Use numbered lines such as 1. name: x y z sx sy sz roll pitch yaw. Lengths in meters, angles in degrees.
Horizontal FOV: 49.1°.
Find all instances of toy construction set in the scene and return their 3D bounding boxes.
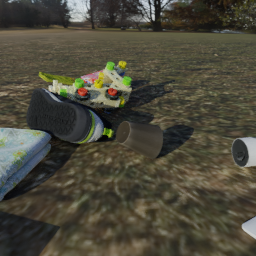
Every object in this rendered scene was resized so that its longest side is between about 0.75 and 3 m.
1. toy construction set: -1.091 -1.195 8.460 2.792 1.286 1.831 -14 49 -13

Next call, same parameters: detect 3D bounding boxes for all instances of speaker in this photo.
1. speaker: 2.792 0.421 5.480 1.409 0.572 0.572 -5 23 -11

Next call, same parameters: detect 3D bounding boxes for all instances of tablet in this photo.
1. tablet: 2.469 1.342 3.833 1.584 0.108 1.031 -13 26 -30

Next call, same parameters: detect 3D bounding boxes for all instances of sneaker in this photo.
1. sneaker: -1.470 -0.184 6.844 1.218 1.054 2.940 14 8 -44

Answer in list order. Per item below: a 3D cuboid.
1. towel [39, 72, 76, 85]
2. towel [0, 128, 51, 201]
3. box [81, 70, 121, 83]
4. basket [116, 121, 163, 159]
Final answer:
1. towel: -2.175 -1.736 10.195 1.939 0.175 0.834 1 22 -41
2. towel: -2.663 0.550 5.234 1.806 0.508 2.110 4 23 11
3. box: -0.930 -1.560 10.009 0.750 0.783 1.571 11 24 25
4. basket: 0.215 0.189 5.509 0.801 0.723 0.545 17 -20 -35
